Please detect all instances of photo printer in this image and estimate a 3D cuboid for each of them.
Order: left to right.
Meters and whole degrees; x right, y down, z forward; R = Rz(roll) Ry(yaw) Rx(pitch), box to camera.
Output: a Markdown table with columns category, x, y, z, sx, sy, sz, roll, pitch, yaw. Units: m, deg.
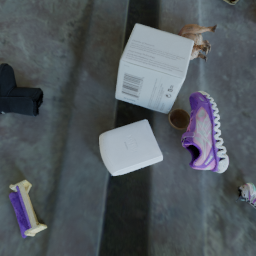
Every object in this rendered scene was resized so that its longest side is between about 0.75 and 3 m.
| category | x | y | z | sx | sy | sz | roll | pitch | yaw |
| --- | --- | --- | --- | --- | --- | --- | --- | --- | --- |
| photo printer | 0.020 | 0.675 | 9.497 | 1.900 | 0.660 | 1.581 | -17 | 67 | -8 |

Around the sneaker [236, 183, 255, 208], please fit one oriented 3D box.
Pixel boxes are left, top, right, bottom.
| category | x | y | z | sx | sy | sz | roll | pitch | yaw |
| --- | --- | --- | --- | --- | --- | --- | --- | --- | --- |
| sneaker | 3.826 | 2.315 | 8.954 | 0.716 | 0.398 | 1.024 | -14 | 58 | -5 |

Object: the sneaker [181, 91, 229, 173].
| category | x | y | z | sx | sy | sz | roll | pitch | yaw |
| --- | --- | --- | --- | --- | --- | --- | --- | --- | --- |
| sneaker | 2.330 | 0.132 | 9.222 | 1.247 | 1.135 | 2.821 | -7 | 75 | -6 |

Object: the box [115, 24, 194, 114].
| category | x | y | z | sx | sy | sz | roll | pitch | yaw |
| --- | --- | --- | --- | --- | --- | --- | --- | --- | --- |
| box | 0.860 | -1.994 | 9.758 | 2.136 | 2.125 | 1.830 | 17 | 61 | 2 |

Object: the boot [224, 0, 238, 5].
| category | x | y | z | sx | sy | sz | roll | pitch | yaw |
| --- | --- | --- | --- | --- | --- | --- | --- | --- | --- |
| boot | 5.242 | -6.195 | 12.482 | 2.185 | 0.788 | 1.690 | 24 | 67 | 16 |

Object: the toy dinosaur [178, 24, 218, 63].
| category | x | y | z | sx | sy | sz | roll | pitch | yaw |
| --- | --- | --- | --- | --- | --- | --- | --- | --- | --- |
| toy dinosaur | 2.326 | -3.431 | 11.090 | 1.917 | 1.214 | 2.829 | 18 | 62 | 15 |

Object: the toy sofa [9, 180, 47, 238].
| category | x | y | z | sx | sy | sz | roll | pitch | yaw |
| --- | --- | --- | --- | --- | --- | --- | --- | --- | --- |
| toy sofa | -3.208 | 2.520 | 8.679 | 0.793 | 0.673 | 1.626 | -24 | 68 | -11 |

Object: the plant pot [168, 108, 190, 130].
| category | x | y | z | sx | sy | sz | roll | pitch | yaw |
| --- | --- | --- | --- | --- | --- | --- | --- | --- | --- |
| plant pot | 1.807 | -0.258 | 10.037 | 0.821 | 0.379 | 0.821 | 4 | 64 | -9 |

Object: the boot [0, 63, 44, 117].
| category | x | y | z | sx | sy | sz | roll | pitch | yaw |
| --- | --- | --- | --- | --- | --- | --- | --- | --- | --- |
| boot | -3.956 | -1.408 | 10.336 | 1.719 | 0.781 | 2.046 | 2 | 73 | 5 |
